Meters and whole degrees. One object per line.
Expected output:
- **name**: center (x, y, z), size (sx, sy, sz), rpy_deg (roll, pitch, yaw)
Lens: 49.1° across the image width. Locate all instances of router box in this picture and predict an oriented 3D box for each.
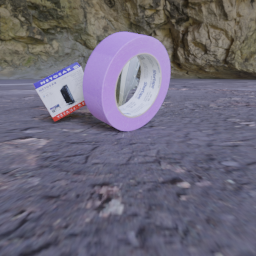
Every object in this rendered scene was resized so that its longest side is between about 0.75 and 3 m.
- **router box**: center (-1.841, -1.048, 8.257), size (1.425, 1.279, 0.348), rpy_deg (-30, 46, -10)

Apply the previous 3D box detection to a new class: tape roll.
- **tape roll**: center (0.035, -1.218, 7.508), size (2.511, 2.511, 0.824), rpy_deg (-11, 28, -43)

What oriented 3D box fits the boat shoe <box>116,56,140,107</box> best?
- **boat shoe**: center (0.046, -1.888, 10.931), size (0.867, 2.436, 0.850), rpy_deg (3, 28, -19)
